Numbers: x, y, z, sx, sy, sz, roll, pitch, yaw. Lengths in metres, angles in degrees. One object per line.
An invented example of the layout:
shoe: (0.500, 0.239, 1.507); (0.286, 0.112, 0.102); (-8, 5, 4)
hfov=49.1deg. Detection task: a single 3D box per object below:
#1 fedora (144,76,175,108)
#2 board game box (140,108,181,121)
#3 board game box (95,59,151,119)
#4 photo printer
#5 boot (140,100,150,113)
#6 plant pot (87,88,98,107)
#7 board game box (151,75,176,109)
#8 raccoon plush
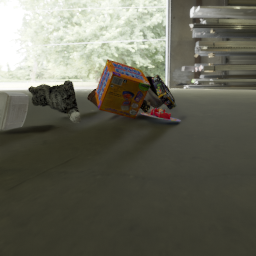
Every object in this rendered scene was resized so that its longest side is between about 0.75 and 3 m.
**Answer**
fedora: (1.293, -1.651, 13.860); (1.938, 0.875, 1.714); (48, 34, 8)
board game box: (1.174, -0.531, 10.039); (1.476, 0.287, 1.166); (15, 10, 32)
board game box: (-0.265, -1.509, 10.801); (1.508, 1.507, 1.507); (13, 29, -21)
photo printer: (-3.443, -0.524, 8.332); (0.467, 1.118, 1.344); (15, 8, 5)
boot: (0.523, -0.962, 12.539); (0.937, 1.244, 0.455); (30, -47, -25)
plant pot: (-1.382, -1.409, 13.845); (0.885, 0.894, 0.894); (47, 26, 13)
board game box: (1.370, -1.350, 10.660); (0.328, 0.956, 1.156); (-29, -31, 17)
raccoon plush: (-2.708, -0.982, 10.099); (1.643, 1.186, 2.452); (-8, 26, -15)
